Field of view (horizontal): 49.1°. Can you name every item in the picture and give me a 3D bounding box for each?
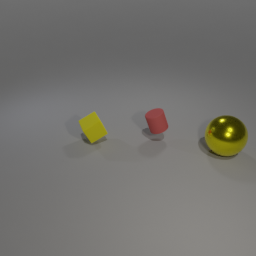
[{"bbox_3d":[1.047,-0.252,10.191,0.700,0.700,0.700,-17,28,9],"label":"cylinder"},{"bbox_3d":[3.332,0.261,9.530,1.400,1.400,1.400,0,30,0],"label":"ball"},{"bbox_3d":[-1.272,-0.025,10.194,0.700,0.700,0.700,-31,41,-2],"label":"cube"}]
